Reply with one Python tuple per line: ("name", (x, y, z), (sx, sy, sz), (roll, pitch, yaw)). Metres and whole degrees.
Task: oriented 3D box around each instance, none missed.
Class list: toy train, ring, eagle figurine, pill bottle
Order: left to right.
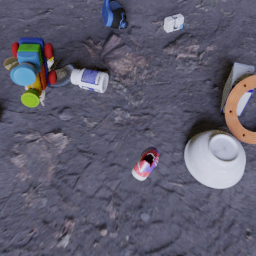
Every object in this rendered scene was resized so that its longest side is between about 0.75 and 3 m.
("toy train", (-2.772, -1.176, 8.380), (1.118, 2.641, 1.528), (1, 46, -5))
("eagle figurine", (-3.480, -2.486, 12.295), (1.616, 2.142, 1.625), (-13, 87, 33))
("pill bottle", (-1.667, -2.101, 12.147), (1.473, 0.882, 0.882), (14, 55, 10))
("ring", (4.853, -0.682, 10.542), (2.601, 0.250, 2.601), (-1, 98, -6))

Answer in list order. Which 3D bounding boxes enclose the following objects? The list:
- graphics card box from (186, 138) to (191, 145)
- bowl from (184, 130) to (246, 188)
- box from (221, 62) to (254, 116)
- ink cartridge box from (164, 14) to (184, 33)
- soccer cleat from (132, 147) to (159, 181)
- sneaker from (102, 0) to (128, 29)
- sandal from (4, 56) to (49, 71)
("graphics card box", (2.879, 0.822, 10.344), (1.368, 0.348, 0.858), (2, 55, 3))
("bowl", (3.157, 0.890, 9.705), (2.207, 0.992, 2.207), (3, 60, -5))
("box", (4.455, -1.568, 11.407), (0.827, 1.449, 1.575), (15, 56, 10))
("ink cartridge box", (2.415, -5.522, 14.767), (0.941, 0.683, 0.394), (-20, 56, -14))
("soccer cleat", (0.481, 0.668, 6.112), (0.436, 0.468, 1.279), (36, 28, 7))
("sneaker", (-0.724, -6.262, 15.220), (1.166, 1.049, 2.992), (9, 46, -20))
("sandal", (-4.687, -3.226, 13.119), (2.158, 0.867, 0.583), (-15, 34, -5))
